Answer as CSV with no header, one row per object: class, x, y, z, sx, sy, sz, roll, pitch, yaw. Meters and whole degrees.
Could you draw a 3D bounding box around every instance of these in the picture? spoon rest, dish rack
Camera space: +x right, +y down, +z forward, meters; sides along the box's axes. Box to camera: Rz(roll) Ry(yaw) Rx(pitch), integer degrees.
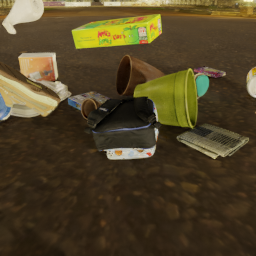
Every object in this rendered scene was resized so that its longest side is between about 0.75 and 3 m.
spoon rest,-3.683,-4.041,9.793,0.644,1.056,2.126,2,49,28
dish rack,-4.043,-1.399,11.479,2.546,0.646,2.967,9,27,19

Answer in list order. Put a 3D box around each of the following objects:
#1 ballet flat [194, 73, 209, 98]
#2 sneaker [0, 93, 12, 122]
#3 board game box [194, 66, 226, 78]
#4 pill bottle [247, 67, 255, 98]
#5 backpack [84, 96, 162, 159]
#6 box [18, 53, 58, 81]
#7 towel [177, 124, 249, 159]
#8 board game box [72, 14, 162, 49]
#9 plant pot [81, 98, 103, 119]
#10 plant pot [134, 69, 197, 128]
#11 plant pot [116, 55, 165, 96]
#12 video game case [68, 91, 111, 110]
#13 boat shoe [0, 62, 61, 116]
ballet flat,2.444,-1.567,11.455,0.934,1.011,2.997,5,25,32
sneaker,-4.845,-1.300,9.858,1.080,1.226,2.750,-18,57,-3
board game box,4.422,-3.043,15.176,0.881,0.237,1.469,-22,34,-29
pill bottle,5.815,-2.094,12.315,1.095,1.095,1.941,9,28,17
backpack,0.049,-0.075,7.782,1.953,1.505,1.860,0,36,13
box,-4.444,-3.046,13.995,1.639,1.248,0.872,-3,27,-4
towel,2.574,0.368,8.468,1.564,0.281,1.625,-20,31,-39
board game box,-0.356,-3.259,9.467,2.693,0.641,1.368,3,31,24
plant pot,-1.177,-0.683,10.046,0.779,0.779,0.679,21,17,35
plant pot,1.241,-0.915,9.453,1.858,1.930,1.930,-3,24,23
plant pot,0.615,-2.098,12.039,1.810,1.692,1.692,7,23,-23
video game case,-1.479,-1.030,11.070,1.232,0.309,1.359,-23,35,-37
boat shoe,-1.640,-0.524,4.048,1.331,0.507,0.477,30,15,-38
